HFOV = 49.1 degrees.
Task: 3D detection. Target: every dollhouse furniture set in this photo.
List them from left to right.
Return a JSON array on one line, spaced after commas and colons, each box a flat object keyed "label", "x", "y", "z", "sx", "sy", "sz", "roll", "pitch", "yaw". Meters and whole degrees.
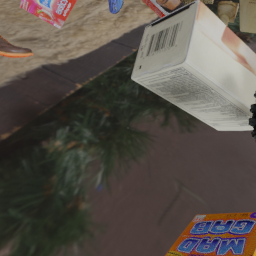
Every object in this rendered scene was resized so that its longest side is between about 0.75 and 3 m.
[{"label": "dollhouse furniture set", "x": 2.451, "y": -3.474, "z": 6.473, "sx": 2.019, "sy": 1.920, "sz": 1.645, "roll": 16, "pitch": 88, "yaw": 23}]

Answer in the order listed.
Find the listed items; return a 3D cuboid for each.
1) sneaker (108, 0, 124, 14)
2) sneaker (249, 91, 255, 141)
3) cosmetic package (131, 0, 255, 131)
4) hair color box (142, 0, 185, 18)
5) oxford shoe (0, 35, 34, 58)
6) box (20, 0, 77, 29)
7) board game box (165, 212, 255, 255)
[{"label": "sneaker", "x": -0.780, "y": -4.587, "z": 7.888, "sx": 1.084, "sy": 2.764, "sz": 1.041, "roll": -13, "pitch": 41, "yaw": 5}, {"label": "sneaker", "x": 2.195, "y": 0.201, "z": 3.733, "sx": 0.916, "sy": 0.663, "sz": 1.875, "roll": 7, "pitch": 69, "yaw": -13}, {"label": "cosmetic package", "x": 1.469, "y": -0.891, "z": 4.975, "sx": 1.298, "sy": 2.512, "sz": 1.096, "roll": -5, "pitch": 65, "yaw": 52}, {"label": "hair color box", "x": 0.945, "y": -4.243, "z": 8.623, "sx": 2.025, "sy": 0.620, "sz": 1.028, "roll": 45, "pitch": 95, "yaw": 4}, {"label": "oxford shoe", "x": -3.172, "y": -2.099, "z": 7.073, "sx": 1.519, "sy": 0.554, "sz": 0.542, "roll": 2, "pitch": 6, "yaw": -27}, {"label": "box", "x": -1.416, "y": -2.926, "z": 5.525, "sx": 0.992, "sy": 1.990, "sz": 0.950, "roll": 23, "pitch": 77, "yaw": -23}, {"label": "board game box", "x": 0.941, "y": 1.325, "z": 2.526, "sx": 0.797, "sy": 0.798, "sz": 0.797, "roll": -20, "pitch": 5, "yaw": 42}]
